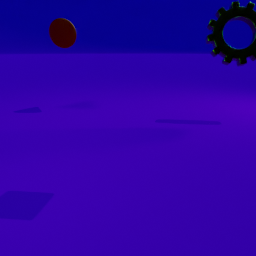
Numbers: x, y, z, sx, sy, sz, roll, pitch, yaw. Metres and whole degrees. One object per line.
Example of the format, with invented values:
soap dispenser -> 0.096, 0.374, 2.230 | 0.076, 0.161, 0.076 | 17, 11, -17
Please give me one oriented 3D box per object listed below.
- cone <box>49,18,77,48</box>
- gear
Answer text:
cone -> -2.154, -3.486, 10.066 | 1.011, 1.011, 1.014 | 3, 29, 11
gear -> 3.257, -2.772, 8.297 | 1.809, 1.809, 0.335 | 2, 2, 5
